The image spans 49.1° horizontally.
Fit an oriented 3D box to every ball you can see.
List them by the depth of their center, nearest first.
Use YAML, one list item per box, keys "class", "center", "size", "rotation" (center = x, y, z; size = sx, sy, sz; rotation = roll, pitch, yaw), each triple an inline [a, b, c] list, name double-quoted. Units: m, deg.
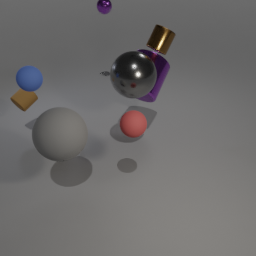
- class: "ball"
  center: [0.136, -0.102, 7.207]
  size: [0.700, 0.700, 0.700]
  rotation: [0, 32, 0]
- class: "ball"
  center: [-1.740, 0.161, 7.222]
  size: [1.400, 1.400, 1.400]
  rotation: [0, 32, 0]
- class: "ball"
  center: [-2.688, -1.345, 7.646]
  size: [0.700, 0.700, 0.700]
  rotation: [0, 32, 0]
- class: "ball"
  center: [0.159, -1.585, 8.395]
  size: [1.400, 1.400, 1.400]
  rotation: [0, 32, 0]
- class: "ball"
  center: [-1.084, -5.574, 12.801]
  size: [0.700, 0.700, 0.700]
  rotation: [0, 32, 0]

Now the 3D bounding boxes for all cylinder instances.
- class: "cylinder"
  center: [1.025, -2.751, 8.750]
  size: [0.700, 0.700, 0.700]
  rotation: [25, 13, -6]
- class: "cylinder"
  center: [0.611, -1.848, 10.077]
  size: [1.400, 1.400, 1.400]
  rotation: [20, 79, 28]
- class: "cylinder"
  center: [-3.816, -1.086, 10.313]
  size: [0.700, 0.700, 0.700]
  rotation: [25, 65, 34]
